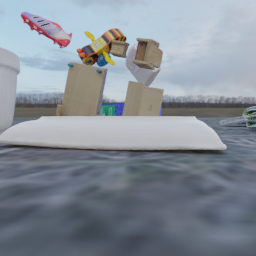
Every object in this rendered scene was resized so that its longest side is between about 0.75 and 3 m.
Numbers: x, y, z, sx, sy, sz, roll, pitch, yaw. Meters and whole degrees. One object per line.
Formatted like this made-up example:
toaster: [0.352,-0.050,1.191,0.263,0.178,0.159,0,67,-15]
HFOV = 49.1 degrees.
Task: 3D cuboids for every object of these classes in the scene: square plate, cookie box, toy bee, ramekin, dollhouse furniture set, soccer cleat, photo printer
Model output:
square plate: [-0.014,0.004,4.325,2.686,0.386,2.712,0,3,14]
cookie box: [-0.140,-0.422,9.402,1.711,0.751,2.000,-1,3,-29]
toy bee: [-1.355,-3.088,11.720,1.901,2.905,1.579,30,5,15]
ramekin: [-3.504,-0.613,5.074,2.928,1.537,2.928,1,2,0]
dollhouse furniture set: [-0.480,-1.180,7.721,2.572,2.428,1.678,14,7,22]
soccer cleat: [-2.230,-2.796,7.769,1.486,0.568,0.496,30,-7,-35]
photo printer: [0.607,-2.952,12.991,0.627,1.806,1.503,-30,-11,-28]

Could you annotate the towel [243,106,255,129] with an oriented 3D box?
towel: [4.525,-0.249,6.558,2.830,0.681,2.423,0,3,-3]

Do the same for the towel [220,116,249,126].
towel: [4.428,-0.213,9.807,1.985,0.236,1.458,1,-6,-21]
